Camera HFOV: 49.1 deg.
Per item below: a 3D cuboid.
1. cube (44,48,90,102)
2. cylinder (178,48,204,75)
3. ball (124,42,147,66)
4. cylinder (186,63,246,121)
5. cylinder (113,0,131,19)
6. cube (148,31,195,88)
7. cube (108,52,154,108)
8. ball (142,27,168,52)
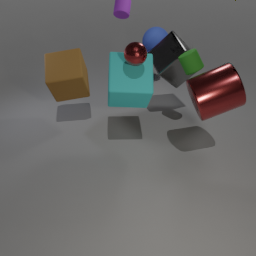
[{"bbox_3d":[-2.364,-2.053,11.005,1.400,1.400,1.400,-10,64,0],"label":"cube"},{"bbox_3d":[2.265,-2.374,10.055,0.700,0.700,0.700,-28,18,10],"label":"cylinder"},{"bbox_3d":[0.222,-2.184,8.281,0.700,0.700,0.700,0,31,0],"label":"ball"},{"bbox_3d":[2.712,-1.112,8.739,1.400,1.400,1.400,-22,30,9],"label":"cylinder"},{"bbox_3d":[-0.247,-5.202,12.102,0.700,0.700,0.700,7,-6,1],"label":"cylinder"},{"bbox_3d":[1.915,-2.788,11.521,1.400,1.400,1.400,24,36,-45],"label":"cube"},{"bbox_3d":[0.044,-1.570,9.429,1.400,1.400,1.400,2,75,-5],"label":"cube"},{"bbox_3d":[1.446,-4.517,14.546,1.400,1.400,1.400,0,31,0],"label":"ball"}]
